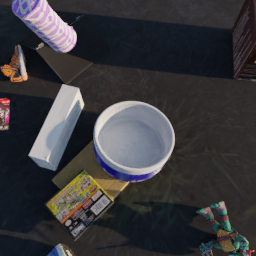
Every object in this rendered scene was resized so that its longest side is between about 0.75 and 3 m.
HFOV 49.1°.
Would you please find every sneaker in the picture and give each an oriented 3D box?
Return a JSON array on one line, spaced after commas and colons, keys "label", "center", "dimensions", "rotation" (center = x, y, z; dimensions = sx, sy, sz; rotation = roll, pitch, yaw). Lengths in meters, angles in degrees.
[{"label": "sneaker", "center": [-4.808, -2.689, 11.635], "dimensions": [0.971, 0.672, 1.733], "rotation": [-11, 66, -6]}, {"label": "sneaker", "center": [-1.738, 4.754, 8.180], "dimensions": [1.113, 0.980, 2.496], "rotation": [-36, 63, -4]}]

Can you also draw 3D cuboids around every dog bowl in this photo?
[{"label": "dog bowl", "center": [0.159, 0.448, 9.747], "dimensions": [2.722, 1.072, 2.722], "rotation": [4, 58, -6]}]

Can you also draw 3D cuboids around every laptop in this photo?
[{"label": "laptop", "center": [-2.804, -3.651, 12.375], "dimensions": [2.623, 1.623, 2.801], "rotation": [-43, 44, -18]}]

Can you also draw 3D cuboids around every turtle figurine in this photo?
[{"label": "turtle figurine", "center": [2.962, 3.434, 8.671], "dimensions": [1.563, 1.051, 2.088], "rotation": [-34, 61, 30]}]

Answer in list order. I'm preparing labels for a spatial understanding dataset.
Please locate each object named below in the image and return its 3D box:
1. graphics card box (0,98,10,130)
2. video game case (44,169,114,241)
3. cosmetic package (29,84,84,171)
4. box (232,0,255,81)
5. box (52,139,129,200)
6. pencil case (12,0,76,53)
[{"label": "graphics card box", "center": [-3.570, -0.362, 7.706], "dimensions": [0.224, 0.553, 0.882], "rotation": [20, 108, 29]}, {"label": "video game case", "center": [-1.598, 2.481, 9.213], "dimensions": [1.723, 0.220, 1.557], "rotation": [-42, 72, -16]}, {"label": "cosmetic package", "center": [-2.507, -0.038, 10.129], "dimensions": [0.734, 1.196, 2.897], "rotation": [16, 66, 6]}, {"label": "box", "center": [5.671, -3.606, 11.145], "dimensions": [2.322, 2.298, 2.799], "rotation": [6, 66, 3]}, {"label": "box", "center": [-1.073, 1.615, 9.876], "dimensions": [2.054, 0.267, 2.513], "rotation": [39, 72, 16]}, {"label": "pencil case", "center": [-2.648, -3.527, 9.345], "dimensions": [1.107, 2.637, 1.128], "rotation": [21, 86, 17]}]
